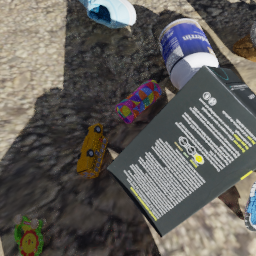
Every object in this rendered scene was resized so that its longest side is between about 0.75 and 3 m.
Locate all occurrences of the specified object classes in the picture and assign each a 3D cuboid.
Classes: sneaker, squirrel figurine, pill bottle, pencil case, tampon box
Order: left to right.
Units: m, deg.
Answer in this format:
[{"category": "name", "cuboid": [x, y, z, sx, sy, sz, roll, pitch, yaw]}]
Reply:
[{"category": "sneaker", "cuboid": [-1.033, -4.097, 9.198, 1.119, 1.010, 2.732, -29, 53, -36]}, {"category": "pencil case", "cuboid": [0.298, -0.691, 7.168, 0.639, 0.639, 1.446, 31, 46, 21]}, {"category": "pill bottle", "cuboid": [1.709, -1.824, 7.723, 1.317, 1.317, 2.277, -7, 55, -5]}, {"category": "tampon box", "cuboid": [1.228, 0.353, 4.924, 1.539, 2.438, 1.827, 50, 30, 14]}, {"category": "sneaker", "cuboid": [2.549, 1.490, 5.623, 0.408, 0.472, 1.089, 22, 84, 12]}, {"category": "squirrel figurine", "cuboid": [5.023, -2.623, 8.069, 2.514, 1.906, 2.693, -8, 42, -23]}]

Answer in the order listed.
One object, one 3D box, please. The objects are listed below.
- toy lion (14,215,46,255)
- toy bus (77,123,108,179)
[{"category": "toy lion", "cuboid": [-1.918, 2.103, 5.399, 0.778, 0.267, 0.745, 0, 74, 32]}, {"category": "toy bus", "cuboid": [-0.806, 0.501, 6.489, 0.401, 0.483, 1.233, -23, 41, 39]}]
